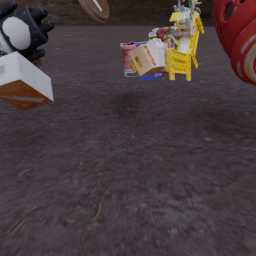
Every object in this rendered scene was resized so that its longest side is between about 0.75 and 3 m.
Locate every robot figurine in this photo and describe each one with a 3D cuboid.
[{"bbox_3d":[-3.039,-2.730,8.028,1.812,1.361,1.130,-27,-19,4],"label":"robot figurine"}]

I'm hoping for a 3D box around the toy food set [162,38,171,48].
[{"bbox_3d":[1.420,-3.297,11.292,0.752,0.760,0.185,8,12,30],"label":"toy food set"}]

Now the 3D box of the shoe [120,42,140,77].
[{"bbox_3d":[0.210,-2.530,10.018,0.836,1.065,2.340,-3,19,5],"label":"shoe"}]

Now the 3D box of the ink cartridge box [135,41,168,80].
[{"bbox_3d":[0.716,-1.815,7.498,0.421,0.895,1.904,-2,13,21],"label":"ink cartridge box"}]

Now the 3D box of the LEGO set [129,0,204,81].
[{"bbox_3d":[0.459,-1.240,4.225,0.914,1.130,2.457,3,45,29],"label":"LEGO set"}]

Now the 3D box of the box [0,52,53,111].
[{"bbox_3d":[-2.512,-1.029,6.553,0.882,0.692,1.419,-16,-17,11],"label":"box"}]

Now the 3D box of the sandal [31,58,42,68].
[{"bbox_3d":[-3.379,-2.524,9.599,0.638,1.561,0.426,-39,66,-17],"label":"sandal"}]

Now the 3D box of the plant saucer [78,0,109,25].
[{"bbox_3d":[-0.843,-3.139,6.791,0.189,1.285,1.285,-19,15,27],"label":"plant saucer"}]

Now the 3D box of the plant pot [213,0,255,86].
[{"bbox_3d":[3.582,-2.454,6.867,2.584,2.584,2.353,0,55,0],"label":"plant pot"}]
